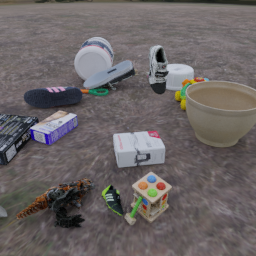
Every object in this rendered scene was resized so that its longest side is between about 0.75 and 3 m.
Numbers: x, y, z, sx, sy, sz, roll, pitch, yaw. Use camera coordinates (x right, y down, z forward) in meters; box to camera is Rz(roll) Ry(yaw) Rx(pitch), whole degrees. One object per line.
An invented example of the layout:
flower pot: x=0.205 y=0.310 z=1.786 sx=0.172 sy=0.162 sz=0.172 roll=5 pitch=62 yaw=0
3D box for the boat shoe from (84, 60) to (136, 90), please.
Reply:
boat shoe: x=-0.823 y=-2.242 z=12.883 sx=2.415 sy=0.825 sz=0.892 roll=-27 pitch=44 yaw=2

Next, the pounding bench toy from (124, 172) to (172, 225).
pounding bench toy: x=0.381 y=1.603 z=6.224 sx=1.031 sy=0.804 sz=0.640 roll=-29 pitch=46 yaw=-34

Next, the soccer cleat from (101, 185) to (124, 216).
soccer cleat: x=-0.316 y=1.635 z=6.432 sx=0.391 sy=0.326 sz=0.965 roll=-51 pitch=32 yaw=-1

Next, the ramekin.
ramekin: x=2.314 y=-2.442 z=13.263 sx=1.663 sy=0.811 sz=1.663 roll=0 pitch=31 yaw=0

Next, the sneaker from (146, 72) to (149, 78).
sneaker: x=1.207 y=-2.523 z=13.825 sx=0.484 sy=0.446 sz=1.097 roll=-9 pitch=23 yaw=-13

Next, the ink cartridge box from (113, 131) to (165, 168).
ink cartridge box: x=0.293 y=0.599 z=8.245 sx=1.370 sy=0.571 sz=0.995 roll=-5 pitch=30 yaw=-8

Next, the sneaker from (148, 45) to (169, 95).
sneaker: x=1.089 y=-2.023 z=9.842 sx=0.643 sy=1.735 sz=0.768 roll=-12 pitch=12 yaw=-12

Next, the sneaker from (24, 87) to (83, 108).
sneaker: x=-3.020 y=-1.285 z=11.491 sx=2.300 sy=0.807 sz=0.943 roll=-2 pitch=14 yaw=-9

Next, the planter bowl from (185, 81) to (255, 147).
planter bowl: x=2.934 y=-0.380 z=8.954 sx=2.327 sy=1.566 sz=2.327 roll=0 pitch=30 yaw=0

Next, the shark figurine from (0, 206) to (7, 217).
shark figurine: x=-3.538 y=1.615 z=6.062 sx=1.606 sy=0.670 sz=0.960 roll=7 pitch=13 yaw=-40

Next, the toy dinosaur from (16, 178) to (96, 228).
toy dinosaur: x=-1.535 y=1.695 z=6.393 sx=1.780 sy=0.909 sz=1.208 roll=-38 pitch=29 yaw=-21

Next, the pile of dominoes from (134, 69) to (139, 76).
pile of dominoes: x=-0.007 y=-2.912 z=14.715 sx=1.043 sy=0.166 sz=0.813 roll=-15 pitch=33 yaw=-25

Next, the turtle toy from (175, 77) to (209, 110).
turtle toy: x=2.844 y=-1.341 z=11.054 sx=1.599 sy=1.109 sz=2.193 roll=-4 pitch=30 yaw=-6

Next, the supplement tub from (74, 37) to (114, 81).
supplement tub: x=-1.643 y=-3.506 z=14.132 sx=1.770 sy=1.770 sz=2.522 roll=0 pitch=31 yaw=0

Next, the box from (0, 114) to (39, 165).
box: x=-4.110 y=0.261 z=8.923 sx=1.742 sy=0.473 sz=2.175 roll=5 pitch=30 yaw=8

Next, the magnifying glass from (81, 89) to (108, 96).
magnifying glass: x=-1.606 y=-1.614 z=12.518 sx=1.457 sy=0.163 sz=0.580 roll=4 pitch=30 yaw=4

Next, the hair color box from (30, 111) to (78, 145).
hair color box: x=-2.464 y=-0.042 z=9.470 sx=0.803 sy=0.476 sz=1.469 roll=14 pitch=31 yaw=24
